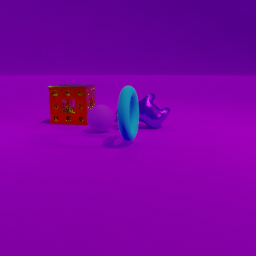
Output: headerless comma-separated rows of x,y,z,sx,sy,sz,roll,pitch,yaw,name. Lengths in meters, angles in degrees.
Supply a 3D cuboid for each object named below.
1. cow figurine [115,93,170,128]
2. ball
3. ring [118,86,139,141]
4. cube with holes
0.399,-0.435,8.806,1.464,1.488,0.817,-42,-12,-23,cow figurine
-0.805,-0.288,8.288,0.800,0.800,0.800,0,12,0,ball
0.025,-0.352,6.865,0.269,1.346,1.346,0,12,14,ring
-1.923,-0.867,9.913,1.285,1.285,1.285,1,12,7,cube with holes
